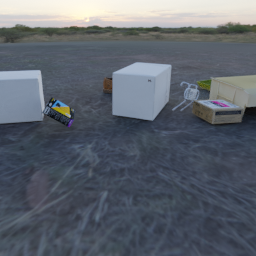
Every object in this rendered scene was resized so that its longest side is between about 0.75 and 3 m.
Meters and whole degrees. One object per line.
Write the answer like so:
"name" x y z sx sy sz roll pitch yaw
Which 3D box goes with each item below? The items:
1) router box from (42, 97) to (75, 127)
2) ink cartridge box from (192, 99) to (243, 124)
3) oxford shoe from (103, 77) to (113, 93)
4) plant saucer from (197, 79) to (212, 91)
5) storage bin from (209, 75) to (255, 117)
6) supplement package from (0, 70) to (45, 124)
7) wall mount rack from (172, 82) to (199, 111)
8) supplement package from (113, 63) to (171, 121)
"router box" -2.254 -0.545 9.294 0.957 0.328 1.283 30 11 -16
"ink cartridge box" 3.330 -0.650 10.546 1.238 0.564 1.502 -5 20 -16
"oxford shoe" -0.068 -2.367 14.665 2.525 0.900 0.901 -7 21 -21
"plant saucer" 4.790 -2.259 15.039 1.601 0.384 1.604 -13 25 -29
"storage bin" 5.120 -1.317 11.505 2.652 1.243 2.633 -5 23 -14
"supplement package" -4.651 -1.175 10.516 2.759 1.652 1.673 -5 22 -12
"wall mount rack" 2.266 -1.171 10.964 0.502 1.169 1.345 22 14 33
"supplement package" 0.634 -1.628 11.548 1.697 1.718 2.834 9 22 17
